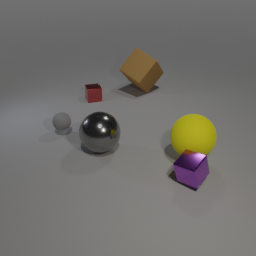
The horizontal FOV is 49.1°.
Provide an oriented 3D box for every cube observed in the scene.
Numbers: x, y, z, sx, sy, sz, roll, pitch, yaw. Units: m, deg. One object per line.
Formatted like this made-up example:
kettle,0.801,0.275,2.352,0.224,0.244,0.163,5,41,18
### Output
cube,-1.671,-1.701,13.590,0.700,0.700,0.700,-9,30,-16
cube,1.811,1.151,7.976,0.700,0.700,0.700,16,47,41
cube,0.703,-2.871,14.110,1.400,1.400,1.400,40,2,26

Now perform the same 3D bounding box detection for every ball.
ball,-2.495,-0.254,10.561,0.700,0.700,0.700,0,29,0
ball,-0.950,0.144,9.501,1.400,1.400,1.400,0,29,0
ball,2.026,0.264,8.718,1.400,1.400,1.400,0,29,0
